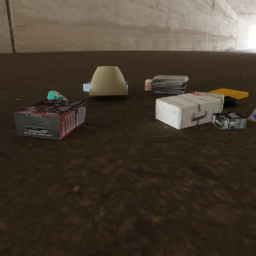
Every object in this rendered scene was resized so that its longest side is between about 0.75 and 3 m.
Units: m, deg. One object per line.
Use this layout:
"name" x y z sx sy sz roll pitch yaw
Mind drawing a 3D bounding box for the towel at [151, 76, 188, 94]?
"towel" 2.140 -2.237 14.329 1.789 0.766 1.481 3 18 14

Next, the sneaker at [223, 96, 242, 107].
"sneaker" 3.974 -1.110 11.582 1.367 0.411 0.713 12 22 18

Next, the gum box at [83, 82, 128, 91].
"gum box" -1.143 -2.158 14.582 1.805 0.402 1.534 9 21 25

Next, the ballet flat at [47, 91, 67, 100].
"ballet flat" -2.836 -1.108 11.554 0.597 0.597 1.663 -11 25 -30

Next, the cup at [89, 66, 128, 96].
"cup" -0.892 -2.115 12.651 1.766 1.263 1.766 -1 8 0

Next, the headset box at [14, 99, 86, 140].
"headset box" -2.362 -0.297 8.626 1.472 0.743 1.980 5 20 15

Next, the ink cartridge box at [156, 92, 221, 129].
"ink cartridge box" 2.022 -0.633 9.525 1.797 0.762 1.309 -11 23 -29

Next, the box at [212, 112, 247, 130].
"box" 3.258 -0.237 9.043 0.849 0.366 0.695 -3 20 -8

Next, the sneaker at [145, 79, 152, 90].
"sneaker" 1.084 -2.311 14.894 0.361 0.501 0.958 3 20 1

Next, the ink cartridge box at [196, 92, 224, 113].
"ink cartridge box" 2.998 -0.898 10.630 1.152 0.590 1.558 8 20 18

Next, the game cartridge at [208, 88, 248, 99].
"game cartridge" 4.598 -1.535 13.071 1.562 0.253 1.377 -19 26 -38

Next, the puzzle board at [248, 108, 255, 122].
"puzzle board" 5.592 -0.371 9.695 2.410 0.210 1.816 11 22 29
